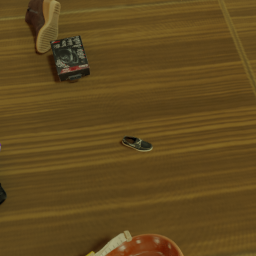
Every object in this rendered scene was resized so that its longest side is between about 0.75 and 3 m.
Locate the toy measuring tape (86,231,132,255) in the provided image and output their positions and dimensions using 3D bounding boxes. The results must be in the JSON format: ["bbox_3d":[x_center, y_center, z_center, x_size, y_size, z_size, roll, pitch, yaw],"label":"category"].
[{"bbox_3d":[-0.607,2.944,5.931,1.898,0.698,0.698,-36,69,-3],"label":"toy measuring tape"}]

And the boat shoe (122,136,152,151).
[{"bbox_3d":[0.268,0.426,7.817,0.866,0.293,0.311,16,60,3],"label":"boat shoe"}]

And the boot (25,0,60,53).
[{"bbox_3d":[-3.019,-3.519,9.548,1.509,0.656,1.814,22,95,36],"label":"boot"}]

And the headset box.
[{"bbox_3d":[-1.802,-2.143,8.833,0.996,0.517,1.338,-15,76,-9],"label":"headset box"}]

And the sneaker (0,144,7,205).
[{"bbox_3d":[-3.563,1.444,7.124,1.139,0.796,2.290,18,66,-3],"label":"sneaker"}]

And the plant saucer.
[{"bbox_3d":[-0.007,3.242,5.435,2.668,2.668,0.431,-38,107,-16],"label":"plant saucer"}]
